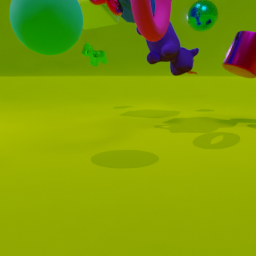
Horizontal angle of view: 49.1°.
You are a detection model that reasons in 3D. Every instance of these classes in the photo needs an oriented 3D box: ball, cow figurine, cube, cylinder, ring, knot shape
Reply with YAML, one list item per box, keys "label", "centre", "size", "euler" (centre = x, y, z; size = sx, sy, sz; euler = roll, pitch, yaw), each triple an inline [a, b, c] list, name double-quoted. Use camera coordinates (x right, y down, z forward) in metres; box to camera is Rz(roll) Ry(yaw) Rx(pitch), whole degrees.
- label: "ball"
  centre: [2.105, -3.170, 7.929]
  size: [0.854, 0.854, 0.854]
  euler: [0, 11, 0]
- label: "cow figurine"
  centre: [1.067, -2.128, 7.203]
  size: [0.905, 1.648, 1.622]
  euler: [-16, 10, 41]
- label: "cube"
  centre: [0.300, -3.734, 7.435]
  size: [1.359, 1.359, 1.359]
  euler: [26, 1, 42]
- label: "cube"
  centre: [-1.157, -4.293, 9.184]
  size: [1.397, 1.397, 1.397]
  euler: [2, -11, 28]
- label: "cylinder"
  centre: [3.076, -1.893, 7.283]
  size: [0.929, 0.929, 0.929]
  euler: [23, 5, -2]
- label: "ring"
  centre: [0.490, -2.602, 5.506]
  size: [0.346, 1.729, 1.729]
  euler: [5, 12, 24]
- label: "ball"
  centre: [-1.243, -1.689, 4.338]
  size: [1.088, 1.088, 1.088]
  euler: [0, 11, 0]
- label: "knot shape"
  centre: [-0.548, -3.332, 6.608]
  size: [0.611, 1.321, 1.237]
  euler: [-23, 31, -23]
- label: "cow figurine"
  centre: [-1.346, -3.019, 11.379]
  size: [1.058, 1.041, 0.581]
  euler: [-26, 39, -30]

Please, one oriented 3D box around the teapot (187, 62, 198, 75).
- label: "teapot"
  centre: [2.158, -2.449, 10.514]
  size: [0.616, 1.258, 0.782]
  euler: [-17, 24, 51]
